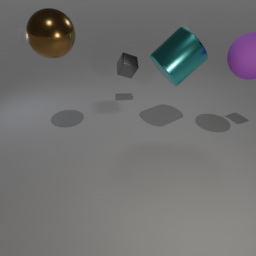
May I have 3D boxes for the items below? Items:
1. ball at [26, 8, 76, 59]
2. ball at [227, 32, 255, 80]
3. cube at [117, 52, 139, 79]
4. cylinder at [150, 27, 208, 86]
[{"bbox_3d":[-2.250,-2.756,8.216,1.400,1.400,1.400,0,31,0],"label":"ball"},{"bbox_3d":[3.752,-2.173,8.500,1.400,1.400,1.400,0,31,0],"label":"ball"},{"bbox_3d":[-0.029,-2.671,12.008,0.700,0.700,0.700,12,53,-23],"label":"cube"},{"bbox_3d":[1.685,-2.363,9.359,1.400,1.400,1.400,-42,34,7],"label":"cylinder"}]
